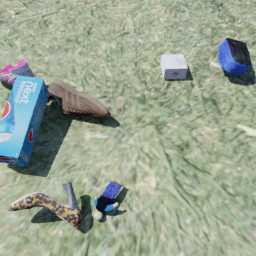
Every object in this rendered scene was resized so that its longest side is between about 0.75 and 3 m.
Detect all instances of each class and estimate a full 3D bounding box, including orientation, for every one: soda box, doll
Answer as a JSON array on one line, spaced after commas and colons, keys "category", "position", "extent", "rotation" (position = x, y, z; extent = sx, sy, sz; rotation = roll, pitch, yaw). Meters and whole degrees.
[{"category": "soda box", "position": [-2.921, -0.226, 7.714], "extent": [0.809, 0.765, 2.386], "rotation": [8, 65, 2]}, {"category": "doll", "position": [-0.509, 1.794, 6.967], "extent": [0.735, 0.261, 1.078], "rotation": [13, 57, 36]}]

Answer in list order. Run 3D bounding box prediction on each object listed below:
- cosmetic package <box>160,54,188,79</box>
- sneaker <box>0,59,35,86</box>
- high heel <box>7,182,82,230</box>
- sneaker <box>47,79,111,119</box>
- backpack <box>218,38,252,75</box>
[{"category": "cosmetic package", "position": [1.564, -2.120, 9.628], "extent": [0.772, 0.476, 0.774], "rotation": [-3, 50, -4]}, {"category": "sneaker", "position": [-3.682, -1.644, 9.096], "extent": [1.684, 0.743, 0.685], "rotation": [0, 43, 39]}, {"category": "high heel", "position": [-1.893, 1.998, 6.456], "extent": [1.564, 0.558, 1.115], "rotation": [-16, 79, -12]}, {"category": "sneaker", "position": [-1.585, -0.667, 8.611], "extent": [2.277, 0.802, 0.860], "rotation": [29, 79, 22]}, {"category": "backpack", "position": [3.573, -2.294, 9.384], "extent": [0.898, 0.928, 1.105], "rotation": [2, 57, -15]}]
